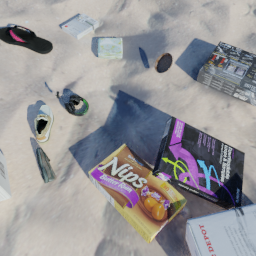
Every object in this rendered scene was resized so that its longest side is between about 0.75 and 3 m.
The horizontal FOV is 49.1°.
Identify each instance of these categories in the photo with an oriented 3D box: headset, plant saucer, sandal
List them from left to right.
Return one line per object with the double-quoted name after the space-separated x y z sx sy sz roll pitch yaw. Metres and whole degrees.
-4.787 -4.249 12.946 2.944 0.663 1.106 22 58 14 "sandal"
-2.130 -0.977 10.704 1.323 0.622 0.817 24 57 3 "headset"
1.494 -2.642 11.491 0.902 0.155 0.902 -16 66 39 "plant saucer"

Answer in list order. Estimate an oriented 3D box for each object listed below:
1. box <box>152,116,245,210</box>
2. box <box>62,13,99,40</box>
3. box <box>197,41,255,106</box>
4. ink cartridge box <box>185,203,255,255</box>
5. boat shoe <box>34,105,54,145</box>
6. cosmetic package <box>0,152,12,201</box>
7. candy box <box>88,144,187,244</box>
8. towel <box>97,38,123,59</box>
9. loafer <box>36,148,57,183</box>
2.309 1.092 8.743 2.841 0.513 2.031 26 56 -10 "box"
-2.309 -4.974 13.680 1.117 0.295 1.433 35 61 23 "box"
4.608 -2.267 11.544 2.804 0.698 2.211 27 59 18 "box"
3.107 3.198 7.249 2.726 1.171 1.996 -12 47 -3 "ink cartridge box"
-3.063 -0.242 10.223 0.620 0.567 1.659 -7 55 -5 "boat shoe"
-5.268 1.721 8.448 2.909 1.234 1.565 -16 58 -10 "cosmetic package"
0.243 1.907 8.615 1.579 0.764 2.706 -37 64 -24 "candy box"
-0.816 -3.635 12.752 1.125 0.316 1.314 0 55 -4 "towel"
-2.738 1.224 9.352 0.409 0.467 1.300 -8 60 -30 "loafer"
